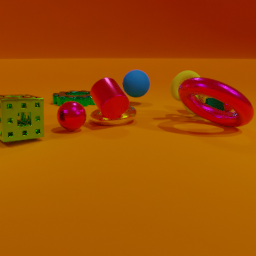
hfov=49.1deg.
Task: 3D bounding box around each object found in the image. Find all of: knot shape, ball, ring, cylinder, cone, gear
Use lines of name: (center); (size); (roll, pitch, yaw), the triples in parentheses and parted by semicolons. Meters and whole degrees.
knot shape: (2.094, -1.041, 8.425); (1.411, 1.508, 0.697); (3, 57, 31)
ball: (0.323, -1.739, 11.037); (1.085, 1.085, 1.085); (0, 15, 0)
ring: (2.283, -0.653, 7.429); (2.052, 0.410, 2.052); (28, -11, 6)
ring: (-0.437, -0.405, 8.506); (1.437, 0.287, 1.437); (-5, 18, 2)
cylinder: (-0.507, -0.817, 7.707); (0.833, 0.833, 0.833); (-9, 48, -30)
ball: (-1.483, -0.321, 7.382); (0.772, 0.772, 0.772); (0, 15, 0)
cone: (2.573, -0.612, 9.274); (0.846, 0.846, 0.849); (-7, -10, -25)
gear: (-2.080, -1.250, 11.649); (2.040, 0.377, 2.040); (0, 15, 0)

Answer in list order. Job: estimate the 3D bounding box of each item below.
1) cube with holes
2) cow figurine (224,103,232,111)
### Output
cube with holes: (-2.623, -0.276, 6.601); (0.934, 0.934, 0.934); (-8, 15, -41)
cow figurine: (2.905, -0.970, 9.726); (1.735, 0.953, 1.708); (11, 16, 21)
